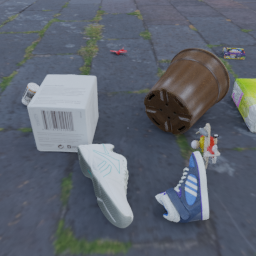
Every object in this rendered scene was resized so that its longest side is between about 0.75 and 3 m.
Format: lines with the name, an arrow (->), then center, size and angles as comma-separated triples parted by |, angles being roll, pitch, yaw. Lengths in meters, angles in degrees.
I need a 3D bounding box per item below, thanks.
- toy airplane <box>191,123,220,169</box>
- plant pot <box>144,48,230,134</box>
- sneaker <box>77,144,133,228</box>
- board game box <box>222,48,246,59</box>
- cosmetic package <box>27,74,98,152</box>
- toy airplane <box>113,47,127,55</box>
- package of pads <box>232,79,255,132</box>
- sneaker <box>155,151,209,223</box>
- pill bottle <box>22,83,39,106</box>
toy airplane -> 2.091, 0.514, 7.593 | 0.739, 1.043, 1.047 | 4, 71, 12
plant pot -> 1.854, -1.134, 9.481 | 2.326, 2.326, 2.303 | 24, 51, 29
sneaker -> -0.423, 1.247, 7.287 | 1.164, 1.022, 2.905 | -13, 38, -20
board game box -> 5.655, -3.994, 14.982 | 1.061, 0.301, 0.877 | 5, 36, 7
cosmetic package -> -1.954, -0.515, 9.062 | 1.708, 1.709, 2.072 | 3, 37, 3
toy airplane -> -0.446, -4.197, 15.348 | 1.027, 0.189, 1.027 | -4, 34, 3
package of pads -> 5.127, -0.902, 10.259 | 2.084, 0.920, 2.697 | 0, 36, 0
sneaker -> 1.255, 1.420, 6.788 | 1.222, 0.673, 1.669 | -5, 74, 8
pill bottle -> -3.757, -1.288, 10.794 | 0.487, 0.837, 0.487 | 27, 33, -19
